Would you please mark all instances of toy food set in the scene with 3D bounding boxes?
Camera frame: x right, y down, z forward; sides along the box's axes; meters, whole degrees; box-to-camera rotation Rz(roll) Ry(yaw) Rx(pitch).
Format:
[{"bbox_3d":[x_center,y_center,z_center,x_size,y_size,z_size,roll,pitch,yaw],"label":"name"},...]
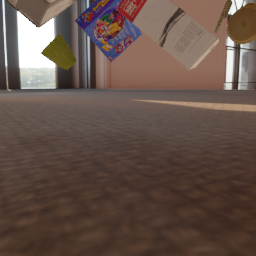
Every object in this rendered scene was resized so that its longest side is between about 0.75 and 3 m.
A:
[{"bbox_3d":[3.799,-3.314,8.948,0.373,1.282,1.857,-3,32,-47],"label":"toy food set"}]

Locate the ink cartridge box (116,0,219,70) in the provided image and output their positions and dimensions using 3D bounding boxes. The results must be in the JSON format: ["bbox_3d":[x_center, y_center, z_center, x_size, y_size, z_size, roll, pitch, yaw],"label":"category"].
[{"bbox_3d":[1.280,-3.063,8.475,2.770,1.148,2.033,42,22,5],"label":"ink cartridge box"}]

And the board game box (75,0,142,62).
[{"bbox_3d":[-0.576,-3.529,9.875,0.543,1.632,2.427,51,6,21],"label":"board game box"}]

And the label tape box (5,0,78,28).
[{"bbox_3d":[-0.615,-2.405,3.480,2.068,0.655,1.492,-34,19,50],"label":"label tape box"}]

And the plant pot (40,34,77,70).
[{"bbox_3d":[-2.361,-2.581,9.882,0.977,1.045,0.977,-39,19,16],"label":"plant pot"}]
